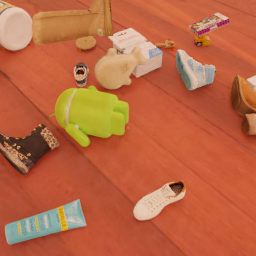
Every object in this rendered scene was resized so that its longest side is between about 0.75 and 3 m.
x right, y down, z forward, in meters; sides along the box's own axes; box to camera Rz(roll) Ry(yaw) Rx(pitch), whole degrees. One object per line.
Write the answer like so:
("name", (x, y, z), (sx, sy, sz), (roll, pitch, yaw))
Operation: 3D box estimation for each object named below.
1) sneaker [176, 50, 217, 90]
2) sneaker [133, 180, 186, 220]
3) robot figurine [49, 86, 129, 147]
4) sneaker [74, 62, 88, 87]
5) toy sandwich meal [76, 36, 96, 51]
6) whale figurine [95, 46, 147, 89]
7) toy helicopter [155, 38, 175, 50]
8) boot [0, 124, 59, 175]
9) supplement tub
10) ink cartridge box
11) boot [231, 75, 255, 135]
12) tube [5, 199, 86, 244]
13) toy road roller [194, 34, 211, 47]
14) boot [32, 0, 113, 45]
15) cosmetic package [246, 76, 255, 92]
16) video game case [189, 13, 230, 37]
("sneaker", (3.115, -2.731, 12.687), (1.488, 0.906, 2.279), (-11, 60, -7))
("sneaker", (0.977, 2.131, 8.660), (1.871, 0.792, 0.681), (-27, 57, -19))
("robot figurine", (-1.413, -0.583, 10.387), (2.817, 1.629, 2.471), (11, 50, 9))
("sneaker", (-2.128, -2.627, 12.761), (0.623, 0.631, 1.590), (-7, 49, -4))
("toy sandwich meal", (-2.154, -4.335, 14.371), (1.142, 0.391, 1.142), (0, 54, -1))
("whale figurine", (-0.372, -2.692, 12.111), (2.266, 1.803, 1.176), (-32, 31, 3))
("toy helicopter", (1.901, -4.310, 14.326), (1.030, 0.406, 0.681), (-3, 48, 1))
("boot", (-3.741, 0.437, 10.045), (2.235, 0.818, 1.683), (39, 61, 24))
("supplement tub", (-6.436, -5.286, 14.030), (2.832, 2.049, 2.049), (27, 55, 21))
("ink cartridge box", (0.292, -3.683, 13.465), (1.491, 0.872, 2.570), (-26, 55, -20))
("boot", (5.438, -0.966, 11.043), (2.228, 1.100, 2.869), (-3, 50, -3))
("tube", (-2.418, 2.823, 8.304), (2.197, 0.554, 0.851), (-13, 63, -16))
("toy road roller", (3.855, -4.614, 14.417), (0.847, 0.619, 0.521), (-7, 50, -5))
("boot", (-1.675, -3.488, 8.577), (2.334, 0.772, 2.044), (-6, 57, 0))
("cosmetic package", (5.379, -1.764, 11.909), (0.797, 0.799, 0.491), (-23, 54, -19))
("video game case", (3.144, -4.058, 10.957), (1.264, 0.226, 1.146), (-22, 32, 8))
